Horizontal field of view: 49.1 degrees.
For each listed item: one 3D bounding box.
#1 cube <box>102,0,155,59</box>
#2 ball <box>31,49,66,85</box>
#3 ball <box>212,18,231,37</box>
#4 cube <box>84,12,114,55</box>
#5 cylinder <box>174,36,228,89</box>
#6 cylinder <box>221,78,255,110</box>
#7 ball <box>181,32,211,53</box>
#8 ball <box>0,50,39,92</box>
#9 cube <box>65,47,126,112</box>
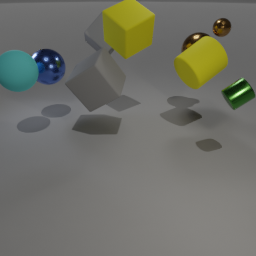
[{"bbox_3d":[0.010,-3.794,10.677,1.400,1.400,1.400,-35,64,-21],"label":"cube"},{"bbox_3d":[-3.180,-2.412,11.072,1.400,1.400,1.400,0,28,0],"label":"ball"},{"bbox_3d":[3.648,-3.902,10.884,0.700,0.700,0.700,0,28,0],"label":"ball"},{"bbox_3d":[-1.104,-4.407,13.414,1.400,1.400,1.400,40,-3,-6],"label":"cube"},{"bbox_3d":[2.650,-2.379,10.278,1.400,1.400,1.400,-37,37,-7],"label":"cylinder"},{"bbox_3d":[3.238,-0.998,8.249,0.700,0.700,0.700,-33,26,12],"label":"cylinder"},{"bbox_3d":[2.925,-3.244,11.649,1.400,1.400,1.400,0,28,0],"label":"ball"},{"bbox_3d":[-3.798,-1.943,9.584,1.400,1.400,1.400,0,28,0],"label":"ball"},{"bbox_3d":[-1.097,-1.705,9.932,1.400,1.400,1.400,-24,32,27],"label":"cube"}]
